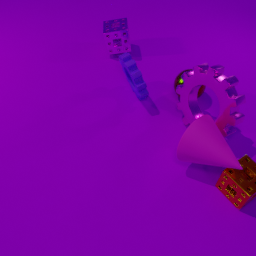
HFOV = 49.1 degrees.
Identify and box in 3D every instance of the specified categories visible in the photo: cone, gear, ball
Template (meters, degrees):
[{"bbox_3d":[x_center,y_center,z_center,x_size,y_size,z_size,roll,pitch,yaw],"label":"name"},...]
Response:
[{"bbox_3d":[1.866,0.521,5.865,1.193,1.193,1.198,-34,50,-24],"label":"cone"},{"bbox_3d":[1.886,-0.598,6.629,0.331,1.788,1.788,-20,54,-30],"label":"gear"},{"bbox_3d":[0.154,-1.384,7.566,0.240,1.300,1.300,-27,56,-3],"label":"gear"},{"bbox_3d":[1.693,-1.182,7.683,0.867,0.867,0.867,0,52,0],"label":"ball"}]

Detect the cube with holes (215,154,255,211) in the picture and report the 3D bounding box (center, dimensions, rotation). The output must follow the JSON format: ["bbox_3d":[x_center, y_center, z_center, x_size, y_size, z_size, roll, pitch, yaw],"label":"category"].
[{"bbox_3d":[2.442,1.157,5.966,0.706,0.706,0.706,-28,57,-20],"label":"cube with holes"}]

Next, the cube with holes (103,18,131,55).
[{"bbox_3d":[-0.344,-2.934,8.965,0.770,0.770,0.770,-7,48,4],"label":"cube with holes"}]
